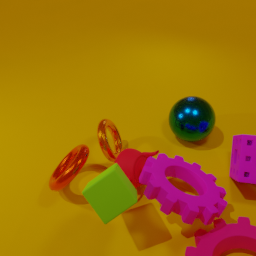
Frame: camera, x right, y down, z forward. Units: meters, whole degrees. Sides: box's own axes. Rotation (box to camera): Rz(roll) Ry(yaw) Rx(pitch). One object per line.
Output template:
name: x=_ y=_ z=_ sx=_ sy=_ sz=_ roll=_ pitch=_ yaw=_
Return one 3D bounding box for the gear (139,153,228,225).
gear: x=1.190 y=1.252 z=6.084 sx=1.869 sy=0.346 sz=1.869 roll=16 pitch=26 yaw=-8

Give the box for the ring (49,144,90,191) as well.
ring: x=-1.415 y=0.935 z=6.725 sx=0.266 sy=1.329 sz=1.329 roll=42 pitch=42 yaw=-17

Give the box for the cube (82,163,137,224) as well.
cube: x=-0.321 y=1.215 z=5.324 sx=0.730 sy=0.730 sz=0.730 roll=-36 pitch=91 yaw=2

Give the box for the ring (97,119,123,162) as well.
ring: x=-0.465 y=0.326 z=7.491 sx=0.240 sy=1.199 sz=1.199 roll=-17 pitch=38 yaw=19

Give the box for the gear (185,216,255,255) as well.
gear: x=2.125 y=2.544 z=5.152 sx=2.066 sy=0.382 sz=2.066 roll=-11 pitch=26 yaw=5

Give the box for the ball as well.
ball: x=1.835 y=-0.256 z=8.073 sx=1.327 sy=1.327 sz=1.327 roll=0 pitch=42 yaw=0

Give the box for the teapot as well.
teapot: x=0.195 y=0.976 z=6.902 sx=0.785 sy=0.997 sz=1.604 roll=0 pitch=28 yaw=39

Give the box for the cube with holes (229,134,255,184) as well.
cube with holes: x=3.149 y=0.761 z=6.750 sx=1.079 sy=1.079 sz=1.079 roll=6 pitch=-2 yaw=10
